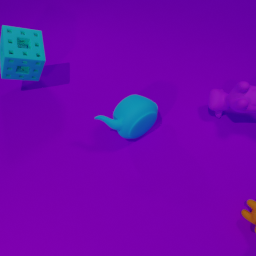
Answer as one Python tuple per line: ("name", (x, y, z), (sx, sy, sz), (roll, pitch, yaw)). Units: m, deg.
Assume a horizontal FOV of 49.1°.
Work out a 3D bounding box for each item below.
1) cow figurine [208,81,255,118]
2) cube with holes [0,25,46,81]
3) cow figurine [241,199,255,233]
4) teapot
("cow figurine", (2.812, -0.681, 7.051), (1.473, 1.449, 0.808), (7, 84, 2))
("cube with holes", (-2.856, -1.964, 7.511), (0.973, 0.973, 0.973), (-1, 67, -30))
("cow figurine", (2.671, 1.772, 5.393), (0.916, 0.503, 0.901), (5, 23, -39))
("teapot", (0.073, -0.315, 6.813), (1.824, 1.134, 0.893), (-21, 58, -37))
